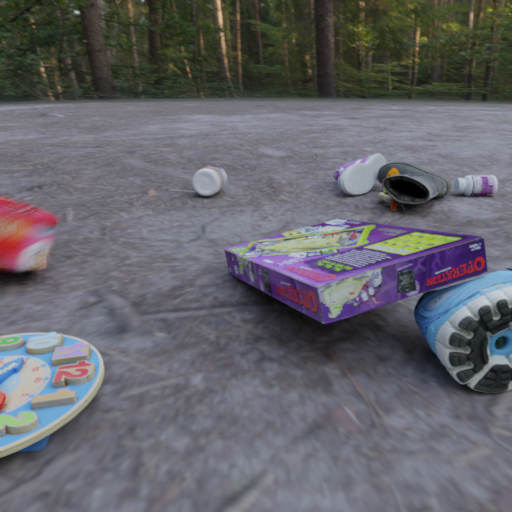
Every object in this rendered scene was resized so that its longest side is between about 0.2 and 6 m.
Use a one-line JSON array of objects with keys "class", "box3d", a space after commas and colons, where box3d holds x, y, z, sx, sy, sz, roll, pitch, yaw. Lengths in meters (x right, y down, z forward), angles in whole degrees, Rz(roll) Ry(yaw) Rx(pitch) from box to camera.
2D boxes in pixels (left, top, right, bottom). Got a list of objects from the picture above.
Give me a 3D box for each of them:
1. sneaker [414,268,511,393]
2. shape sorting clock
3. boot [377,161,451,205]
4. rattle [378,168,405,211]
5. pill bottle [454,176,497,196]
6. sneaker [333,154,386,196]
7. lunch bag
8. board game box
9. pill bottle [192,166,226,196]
[{"class": "sneaker", "box3d": [3.359, 0.494, 6.407, 3.337, 1.308, 1.501, -4, 17, -13]}, {"class": "shape sorting clock", "box3d": [-2.611, 1.274, 5.415, 2.223, 0.436, 2.223, 0, 19, 0]}, {"class": "boot", "box3d": [3.400, -1.677, 13.050, 2.012, 0.803, 2.213, 15, 23, 33]}, {"class": "rattle", "box3d": [3.217, -1.498, 12.792, 0.721, 0.791, 1.107, 28, 16, 7]}, {"class": "pill bottle", "box3d": [5.370, -1.715, 13.738, 0.916, 0.514, 0.514, 0, 20, 0]}, {"class": "sneaker", "box3d": [2.406, -1.982, 14.452, 1.210, 0.769, 2.122, -8, 15, 40]}, {"class": "lunch bag", "box3d": [-4.438, -0.456, 8.257, 2.673, 1.095, 2.355, 13, 3, -33]}, {"class": "board game box", "box3d": [1.030, 0.034, 7.471, 2.096, 0.564, 3.493, -11, 10, -17]}, {"class": "pill bottle", "box3d": [-1.124, -1.884, 13.916, 0.670, 0.670, 1.152, 3, 15, 8]}]
